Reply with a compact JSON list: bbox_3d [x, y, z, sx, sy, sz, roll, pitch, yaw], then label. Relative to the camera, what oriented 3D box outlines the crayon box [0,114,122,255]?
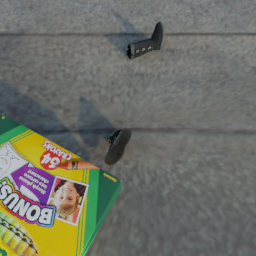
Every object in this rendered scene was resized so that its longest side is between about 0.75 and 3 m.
[{"bbox_3d":[-1.951,1.468,5.401,2.867,0.836,2.473,27,67,10],"label":"crayon box"}]

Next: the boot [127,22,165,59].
[{"bbox_3d":[0.536,-2.734,8.789,1.181,0.973,0.388,-18,50,-13],"label":"boot"}]

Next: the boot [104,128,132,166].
[{"bbox_3d":[-0.300,0.420,6.781,0.356,0.732,0.972,28,86,-15],"label":"boot"}]
